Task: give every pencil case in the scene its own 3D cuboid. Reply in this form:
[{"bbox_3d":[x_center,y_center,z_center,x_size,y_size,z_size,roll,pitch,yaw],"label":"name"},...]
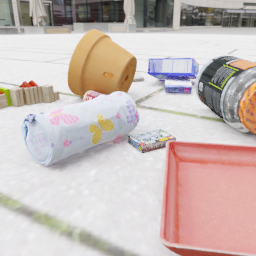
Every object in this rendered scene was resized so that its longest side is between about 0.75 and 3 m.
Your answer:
[{"bbox_3d":[-0.985,-0.082,6.331,2.670,1.110,1.211,-20,24,-41],"label":"pencil case"}]

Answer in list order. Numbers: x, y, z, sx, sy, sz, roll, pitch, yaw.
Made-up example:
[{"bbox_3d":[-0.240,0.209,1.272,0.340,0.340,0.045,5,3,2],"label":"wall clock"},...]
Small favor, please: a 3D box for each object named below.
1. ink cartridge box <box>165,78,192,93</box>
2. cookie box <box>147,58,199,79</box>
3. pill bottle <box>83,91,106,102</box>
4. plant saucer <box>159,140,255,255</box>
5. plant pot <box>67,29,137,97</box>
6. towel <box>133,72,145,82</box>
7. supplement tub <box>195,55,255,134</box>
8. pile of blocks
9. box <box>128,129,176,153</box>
[{"bbox_3d":[2.022,-1.720,11.345,1.044,0.367,1.750,3,19,7],"label":"ink cartridge box"},{"bbox_3d":[2.009,-2.552,12.161,1.919,0.721,1.642,5,4,21],"label":"cookie box"},{"bbox_3d":[-0.955,-0.848,8.959,0.539,0.539,0.954,-19,29,-38],"label":"pill bottle"},{"bbox_3d":[1.954,1.070,4.280,2.839,0.521,2.833,4,22,8],"label":"plant saucer"},{"bbox_3d":[-0.756,-1.994,9.808,1.668,2.383,2.383,24,28,12],"label":"plant pot"},{"bbox_3d":[-0.020,-2.498,13.330,1.149,0.299,1.734,-8,24,-17],"label":"towel"},{"bbox_3d":[3.076,-0.947,7.597,1.727,1.727,2.819,-3,22,-6],"label":"supplement tub"},{"bbox_3d":[-3.675,-1.237,9.567,2.569,0.798,1.055,-11,25,-26],"label":"pile of blocks"},{"bbox_3d":[0.567,0.290,6.621,0.951,0.190,0.651,-12,25,-26],"label":"box"}]
